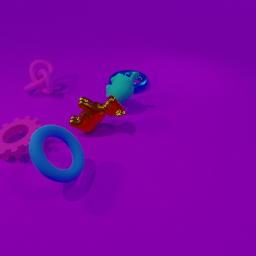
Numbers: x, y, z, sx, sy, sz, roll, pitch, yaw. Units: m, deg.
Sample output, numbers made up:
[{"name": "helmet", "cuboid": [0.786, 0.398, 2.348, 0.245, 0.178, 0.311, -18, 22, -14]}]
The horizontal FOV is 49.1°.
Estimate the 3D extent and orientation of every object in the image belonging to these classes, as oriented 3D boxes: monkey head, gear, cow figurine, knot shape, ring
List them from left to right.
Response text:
[{"name": "gear", "cuboid": [-3.083, 0.247, 7.824, 1.454, 0.269, 1.454, -8, 42, 8]}, {"name": "knot shape", "cuboid": [-3.274, -1.741, 10.221, 1.300, 0.642, 1.389, -32, 61, 19]}, {"name": "ring", "cuboid": [-1.609, 0.577, 6.492, 0.289, 1.444, 1.444, -34, 22, 32]}, {"name": "cow figurine", "cuboid": [-0.860, -0.391, 8.265, 1.409, 1.432, 0.786, 25, 16, -12]}, {"name": "monkey head", "cuboid": [-0.134, -1.215, 9.310, 1.071, 1.489, 0.897, 26, 8, -47]}, {"name": "ring", "cuboid": [0.029, -1.824, 10.855, 1.574, 0.315, 1.574, 0, 37, 0]}]
